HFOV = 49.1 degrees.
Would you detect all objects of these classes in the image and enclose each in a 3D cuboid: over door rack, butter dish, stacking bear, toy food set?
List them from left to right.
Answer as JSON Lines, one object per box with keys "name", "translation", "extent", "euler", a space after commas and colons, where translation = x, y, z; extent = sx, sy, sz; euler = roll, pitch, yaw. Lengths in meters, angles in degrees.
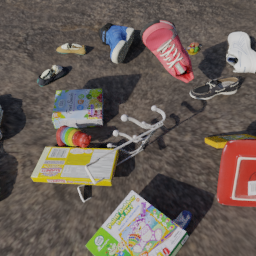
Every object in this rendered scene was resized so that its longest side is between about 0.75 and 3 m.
{"name": "stacking bear", "translation": [-1.671, 0.319, 8.926], "extent": [1.167, 0.663, 0.709], "euler": [13, 48, 36]}
{"name": "over door rack", "translation": [-0.336, 0.627, 7.885], "extent": [0.938, 2.081, 2.817], "euler": [45, 60, 10]}
{"name": "toy food set", "translation": [3.012, -3.717, 12.824], "extent": [0.537, 0.298, 0.913], "euler": [25, 54, 20]}
{"name": "butter dish", "translation": [3.572, 1.047, 7.954], "extent": [2.114, 2.108, 1.562], "euler": [1, 24, 6]}

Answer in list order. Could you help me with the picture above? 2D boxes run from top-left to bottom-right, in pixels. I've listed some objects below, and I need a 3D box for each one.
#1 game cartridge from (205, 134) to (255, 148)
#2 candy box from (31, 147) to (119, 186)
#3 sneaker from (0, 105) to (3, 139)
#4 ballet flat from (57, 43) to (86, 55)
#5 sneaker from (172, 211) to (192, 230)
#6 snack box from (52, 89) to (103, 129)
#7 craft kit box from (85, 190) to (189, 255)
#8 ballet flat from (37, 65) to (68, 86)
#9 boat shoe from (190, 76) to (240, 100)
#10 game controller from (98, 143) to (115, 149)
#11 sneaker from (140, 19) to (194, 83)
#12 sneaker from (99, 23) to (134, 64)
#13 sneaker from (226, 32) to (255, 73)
{"name": "game cartridge", "translation": [3.286, 0.398, 8.850], "extent": [1.439, 0.233, 1.269], "euler": [-2, 6, -3]}
{"name": "candy box", "translation": [-1.556, 1.121, 8.456], "extent": [2.418, 0.319, 1.236], "euler": [1, 45, 11]}
{"name": "sneaker", "translation": [-4.785, -0.460, 9.731], "extent": [0.929, 0.816, 2.319], "euler": [-27, 54, -25]}
{"name": "ballet flat", "translation": [-2.568, -3.627, 12.654], "extent": [1.411, 0.445, 0.484], "euler": [6, 50, 6]}
{"name": "sneaker", "translation": [0.913, 2.678, 7.134], "extent": [0.800, 0.683, 1.815], "euler": [34, 57, 25]}
{"name": "snack box", "translation": [-1.762, -0.715, 10.086], "extent": [1.718, 0.581, 1.449], "euler": [-4, 50, -1]}
{"name": "craft kit box", "translation": [0.189, 2.722, 6.749], "extent": [1.815, 0.446, 1.837], "euler": [28, 69, 41]}
{"name": "ballet flat", "translation": [-3.062, -2.238, 11.429], "extent": [0.547, 0.547, 1.498], "euler": [35, 58, 26]}
{"name": "boat shoe", "translation": [3.361, -1.576, 10.805], "extent": [1.972, 0.595, 0.729], "euler": [-8, 50, -6]}
{"name": "game controller", "translation": [-0.898, 0.941, 8.953], "extent": [0.596, 0.241, 1.143], "euler": [16, 50, 32]}
{"name": "sneaker", "translation": [1.382, -2.239, 8.452], "extent": [0.982, 2.665, 1.156], "euler": [-34, 57, 22]}
{"name": "sneaker", "translation": [-0.716, -3.809, 12.401], "extent": [1.467, 1.012, 2.636], "euler": [16, 47, 5]}
{"name": "sneaker", "translation": [4.759, -3.336, 12.136], "extent": [1.096, 0.938, 2.516], "euler": [-6, 49, 1]}
